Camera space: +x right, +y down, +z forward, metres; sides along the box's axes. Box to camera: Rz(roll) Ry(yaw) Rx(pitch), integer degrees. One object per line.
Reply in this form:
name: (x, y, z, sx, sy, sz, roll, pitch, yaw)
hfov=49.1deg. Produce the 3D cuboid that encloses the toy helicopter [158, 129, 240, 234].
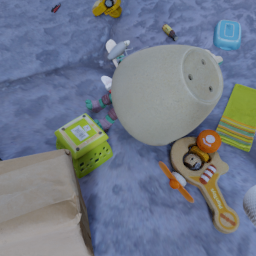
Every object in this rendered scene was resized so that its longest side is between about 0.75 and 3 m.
toy helicopter: (1.805, 1.360, 6.873, 1.670, 0.996, 2.525, -16, 63, -14)

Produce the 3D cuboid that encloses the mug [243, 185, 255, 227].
mug: (1.811, 0.956, 3.349, 0.570, 0.772, 0.677, 20, 11, 0)

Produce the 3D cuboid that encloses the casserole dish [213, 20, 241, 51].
casserole dish: (3.876, -3.659, 10.830, 1.042, 0.334, 1.720, 12, 54, 9)

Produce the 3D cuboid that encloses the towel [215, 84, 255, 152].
towel: (3.490, -0.428, 8.572, 1.060, 0.222, 2.462, 23, 57, 15)

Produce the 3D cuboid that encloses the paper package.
paper package: (-2.212, 1.901, 5.338, 2.857, 2.723, 1.478, -11, 53, -8)

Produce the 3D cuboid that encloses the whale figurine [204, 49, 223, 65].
whale figurine: (2.373, -2.061, 9.418, 1.558, 1.016, 1.959, -2, 29, 18)

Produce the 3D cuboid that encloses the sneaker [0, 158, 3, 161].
sneaker: (-3.900, 1.021, 7.236, 1.011, 0.993, 2.623, -36, 61, 6)

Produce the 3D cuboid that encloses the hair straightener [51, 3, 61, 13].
hair straightener: (-3.127, -5.197, 12.034, 0.290, 0.154, 0.753, 15, 56, 10)

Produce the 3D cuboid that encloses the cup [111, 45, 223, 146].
cup: (1.208, -1.005, 7.160, 2.721, 1.946, 2.721, 7, 76, -31)

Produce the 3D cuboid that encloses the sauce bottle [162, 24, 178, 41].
sauce bottle: (1.645, -3.717, 10.889, 0.287, 0.287, 0.869, -23, 55, -15)

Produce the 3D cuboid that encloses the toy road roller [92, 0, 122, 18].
toy road roller: (-0.798, -4.973, 11.632, 1.224, 0.894, 0.752, -15, 45, 37)

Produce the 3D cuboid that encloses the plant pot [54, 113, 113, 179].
plant pot: (-1.202, 0.403, 7.441, 1.197, 1.092, 1.203, -33, 62, -22)

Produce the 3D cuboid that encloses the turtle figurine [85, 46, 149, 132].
turtle figurine: (-0.039, -1.044, 7.982, 2.492, 1.255, 1.865, -39, 37, 17)

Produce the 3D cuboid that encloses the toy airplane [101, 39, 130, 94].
toy airplane: (0.122, -1.725, 8.748, 1.997, 1.410, 1.989, 14, 74, -7)
